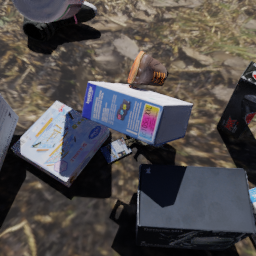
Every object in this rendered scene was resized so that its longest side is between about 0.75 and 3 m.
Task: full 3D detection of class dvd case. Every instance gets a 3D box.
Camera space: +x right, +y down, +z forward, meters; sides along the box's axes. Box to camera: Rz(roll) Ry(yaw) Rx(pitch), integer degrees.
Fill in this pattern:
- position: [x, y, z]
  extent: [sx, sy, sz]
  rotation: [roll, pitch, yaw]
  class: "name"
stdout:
- position: [-0.359, 0.643, 8.136]
  extent: [0.799, 0.070, 0.570]
  rotation: [-25, 59, -15]
  class: "dvd case"

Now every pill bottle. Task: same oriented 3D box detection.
- position: [-1.760, -3.247, 6.680]
  extent: [1.289, 1.289, 2.279]
  rotation: [4, 24, 2]
  class: "pill bottle"

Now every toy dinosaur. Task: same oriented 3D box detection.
- position: [0.365, 0.056, 8.262]
  extent: [0.943, 0.710, 1.844]
  rotation: [-3, 48, -23]
  class: "toy dinosaur"

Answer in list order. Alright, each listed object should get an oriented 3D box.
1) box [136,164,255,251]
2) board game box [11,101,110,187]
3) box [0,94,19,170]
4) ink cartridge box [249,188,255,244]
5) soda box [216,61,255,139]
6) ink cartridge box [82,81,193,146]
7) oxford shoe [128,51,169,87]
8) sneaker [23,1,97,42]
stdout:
- position: [1.256, 1.813, 6.151]
  extent: [2.141, 2.105, 1.327]
  rotation: [2, 57, 2]
  class: "box"
- position: [-1.894, 0.371, 8.076]
  extent: [2.002, 0.413, 2.007]
  rotation: [27, 61, 19]
  class: "board game box"
- position: [-4.500, 0.229, 7.182]
  extent: [2.370, 1.549, 2.357]
  rotation: [10, 69, 1]
  class: "box"
- position: [3.202, 2.176, 6.584]
  extent: [0.571, 0.989, 1.355]
  rotation: [-15, 58, -9]
  class: "ink cartridge box"
- position: [3.198, -0.674, 7.680]
  extent: [0.798, 2.256, 0.715]
  rotation: [33, 64, 19]
  class: "soda box"
- position: [0.066, -0.406, 5.678]
  extent: [2.060, 0.787, 1.406]
  rotation: [23, 17, 30]
  class: "ink cartridge box"
- position: [0.550, -1.325, 6.577]
  extent: [0.747, 0.730, 2.048]
  rotation: [27, 23, 8]
  class: "oxford shoe"
- position: [-2.636, -3.983, 10.643]
  extent: [2.923, 1.033, 1.449]
  rotation: [-1, 59, 6]
  class: "sneaker"
